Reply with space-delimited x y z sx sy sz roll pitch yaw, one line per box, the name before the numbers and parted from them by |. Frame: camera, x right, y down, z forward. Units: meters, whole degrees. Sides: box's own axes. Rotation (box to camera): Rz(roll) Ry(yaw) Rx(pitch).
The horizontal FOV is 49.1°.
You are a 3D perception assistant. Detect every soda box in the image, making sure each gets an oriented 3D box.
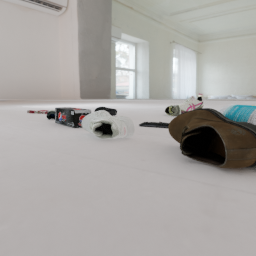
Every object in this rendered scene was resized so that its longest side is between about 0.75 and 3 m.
soda box | -2.156 -0.441 10.852 0.728 0.652 2.058 -5 10 -33

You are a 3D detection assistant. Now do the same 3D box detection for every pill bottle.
pill bottle | 2.697 0.070 5.582 1.021 1.021 1.842 -5 10 -31

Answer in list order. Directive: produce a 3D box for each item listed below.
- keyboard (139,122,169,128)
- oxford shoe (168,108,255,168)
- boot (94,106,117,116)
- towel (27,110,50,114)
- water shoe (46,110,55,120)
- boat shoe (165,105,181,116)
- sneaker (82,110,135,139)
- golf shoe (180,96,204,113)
keyboard | 1.313 -0.137 10.475 1.600 0.165 1.017 5 9 28
oxford shoe | 1.384 0.121 5.496 1.106 0.952 2.621 -4 9 -20
boot | -1.317 -0.742 14.025 1.261 0.502 1.530 0 12 14
towel | -4.984 -0.996 16.834 1.783 0.203 1.284 4 8 28
water shoe | -3.076 -0.542 12.915 1.327 0.474 0.524 -2 32 1
boat shoe | 2.393 -0.925 14.903 0.499 0.596 1.668 -1 1 -7
sneaker | -0.785 -0.081 7.968 1.908 0.743 0.948 5 12 41
golf shoe | 3.503 -1.338 16.205 2.293 1.056 0.832 -8 11 -40
